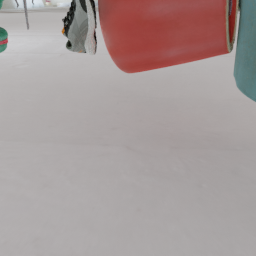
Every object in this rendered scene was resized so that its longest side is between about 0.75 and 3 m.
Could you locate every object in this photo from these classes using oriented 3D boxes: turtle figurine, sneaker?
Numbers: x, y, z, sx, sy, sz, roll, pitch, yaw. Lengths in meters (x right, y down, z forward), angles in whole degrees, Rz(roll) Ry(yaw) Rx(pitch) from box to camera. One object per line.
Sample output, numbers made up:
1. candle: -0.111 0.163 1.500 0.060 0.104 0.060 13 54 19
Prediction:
1. turtle figurine: -2.292 -2.014 4.084 1.872 2.500 1.259 -24 28 -7
2. sneaker: -0.991 -2.148 5.601 0.729 1.839 0.680 -3 62 -9

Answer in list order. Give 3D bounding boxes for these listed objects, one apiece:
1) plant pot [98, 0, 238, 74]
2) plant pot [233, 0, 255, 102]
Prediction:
1. plant pot: 0.980 -2.443 5.775 2.297 2.596 2.596 5 27 26
2. plant pot: 3.008 -1.867 4.564 2.768 2.711 2.768 -2 42 2
